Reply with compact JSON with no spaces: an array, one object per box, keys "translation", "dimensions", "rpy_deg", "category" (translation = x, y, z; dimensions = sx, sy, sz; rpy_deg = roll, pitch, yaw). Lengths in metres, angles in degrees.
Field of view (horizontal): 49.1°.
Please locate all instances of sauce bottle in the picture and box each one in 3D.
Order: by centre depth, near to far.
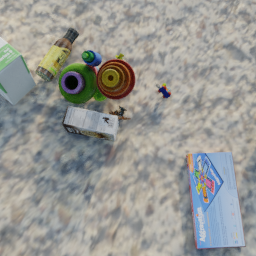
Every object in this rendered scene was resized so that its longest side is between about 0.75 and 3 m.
[{"translation":[-2.536,-2.736,10.263],"dimensions":[0.697,0.697,2.154],"rpy_deg":[28,78,8],"category":"sauce bottle"}]

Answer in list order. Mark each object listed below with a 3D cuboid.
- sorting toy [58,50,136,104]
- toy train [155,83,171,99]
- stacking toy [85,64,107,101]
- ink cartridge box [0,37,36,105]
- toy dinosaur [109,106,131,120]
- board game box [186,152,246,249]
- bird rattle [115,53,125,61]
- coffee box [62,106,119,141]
[{"translation":[-1.201,-1.712,9.304],"dimensions":[2.835,1.164,1.703],"rpy_deg":[-5,95,12],"category":"sorting toy"},{"translation":[1.240,-1.451,9.910],"dimensions":[0.762,0.322,0.441],"rpy_deg":[47,39,-19],"category":"toy train"},{"translation":[-1.094,-1.661,10.192],"dimensions":[1.370,0.579,1.240],"rpy_deg":[20,100,9],"category":"stacking toy"},{"translation":[-4.657,-2.352,9.418],"dimensions":[2.754,2.001,1.205],"rpy_deg":[37,72,10],"category":"ink cartridge box"},{"translation":[-0.279,-0.483,9.859],"dimensions":[0.771,0.394,0.523],"rpy_deg":[23,89,-13],"category":"toy dinosaur"},{"translation":[2.784,2.268,9.038],"dimensions":[1.521,0.287,2.954],"rpy_deg":[-2,74,-2],"category":"board game box"},{"translation":[-0.361,-2.358,10.335],"dimensions":[0.635,0.438,0.778],"rpy_deg":[38,80,-7],"category":"bird rattle"},{"translation":[-1.221,-0.123,9.375],"dimensions":[1.708,0.965,0.682],"rpy_deg":[11,74,4],"category":"coffee box"}]
